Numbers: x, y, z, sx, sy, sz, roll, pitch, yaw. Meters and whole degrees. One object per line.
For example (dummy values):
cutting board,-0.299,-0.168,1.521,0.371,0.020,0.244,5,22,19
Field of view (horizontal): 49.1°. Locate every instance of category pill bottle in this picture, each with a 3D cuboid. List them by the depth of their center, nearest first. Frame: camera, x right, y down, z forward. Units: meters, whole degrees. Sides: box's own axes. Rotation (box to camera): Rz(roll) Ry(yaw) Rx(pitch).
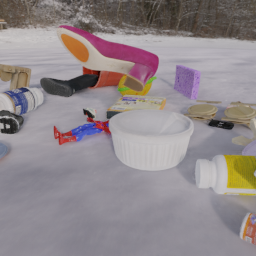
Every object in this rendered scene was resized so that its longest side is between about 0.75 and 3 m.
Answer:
pill bottle,2.524,1.907,4.975,0.913,0.512,0.512,15,25,35
pill bottle,2.476,1.093,6.556,1.670,0.929,0.929,1,21,3
pill bottle,-4.744,-1.166,12.299,1.135,1.135,2.045,10,23,25

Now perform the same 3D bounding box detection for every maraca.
maraca,0.516,-2.382,15.082,1.893,1.477,2.761,-6,15,28

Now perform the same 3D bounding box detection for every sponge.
sponge,3.273,-2.639,15.746,0.396,1.482,2.657,0,20,-12

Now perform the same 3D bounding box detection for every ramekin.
ramekin,0.666,0.318,8.313,2.462,1.146,2.462,0,20,0

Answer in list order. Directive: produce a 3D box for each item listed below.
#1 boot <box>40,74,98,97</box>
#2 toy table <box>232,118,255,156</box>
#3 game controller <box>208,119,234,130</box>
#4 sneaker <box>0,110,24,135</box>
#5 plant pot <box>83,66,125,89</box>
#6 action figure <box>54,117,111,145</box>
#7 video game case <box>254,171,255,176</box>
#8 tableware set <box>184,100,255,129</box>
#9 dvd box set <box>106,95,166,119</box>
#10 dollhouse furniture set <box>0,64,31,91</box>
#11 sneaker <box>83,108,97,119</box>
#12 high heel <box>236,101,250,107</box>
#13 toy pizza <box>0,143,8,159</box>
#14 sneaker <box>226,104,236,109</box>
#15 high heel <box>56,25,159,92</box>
boot,-3.380,-2.729,16.489,2.275,0.906,2.761,23,36,21
toy table,3.848,0.403,8.263,1.339,1.230,0.784,-7,37,-11
game controller,3.649,-0.130,10.971,0.935,0.197,0.488,13,39,32
sneaker,-5.028,-0.277,10.517,2.405,0.799,1.088,6,18,7
plant pot,-1.226,-3.670,17.592,2.413,2.481,2.481,-4,19,-34
action figure,-1.170,-0.018,9.994,2.781,0.719,0.910,-9,20,-29
video game case,4.058,1.170,5.893,2.319,0.298,2.550,40,38,22
tableware set,3.809,-0.521,11.471,2.743,0.550,1.813,8,29,31
dvd box set,0.471,-0.927,12.680,2.126,0.427,2.906,5,21,14
dollhouse furniture set,-5.255,-1.598,12.530,1.921,2.242,2.358,24,16,38
sneaker,-1.545,-0.677,12.065,0.506,0.381,1.083,-17,23,-25
high heel,5.433,-1.080,13.118,0.753,0.377,1.057,-21,19,-31
toy pizza,-4.447,0.824,8.218,1.729,0.274,1.729,1,21,0
sneaker,4.801,-0.840,12.403,0.898,0.469,0.338,17,24,36
high heel,-0.443,-2.029,7.138,2.618,0.882,1.256,28,56,0
